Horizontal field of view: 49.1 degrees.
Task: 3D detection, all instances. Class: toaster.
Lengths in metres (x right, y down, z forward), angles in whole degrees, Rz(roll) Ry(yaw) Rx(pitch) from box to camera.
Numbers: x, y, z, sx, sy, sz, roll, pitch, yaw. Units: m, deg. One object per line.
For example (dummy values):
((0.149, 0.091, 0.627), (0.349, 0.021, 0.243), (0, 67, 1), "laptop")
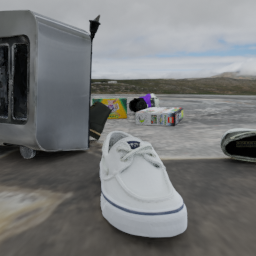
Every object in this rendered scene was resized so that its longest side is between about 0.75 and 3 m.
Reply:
((-2.082, -0.910, 5.601), (2.575, 2.848, 1.690), (5, 5, 26), "toaster")

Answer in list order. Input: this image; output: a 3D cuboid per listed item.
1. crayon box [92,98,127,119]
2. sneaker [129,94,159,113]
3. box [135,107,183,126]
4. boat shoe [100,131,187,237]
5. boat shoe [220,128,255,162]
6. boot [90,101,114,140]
((-0.757, -0.803, 11.535), (1.413, 0.839, 0.412), (-3, 9, -15), "crayon box")
((0.691, -1.191, 13.785), (1.349, 0.943, 2.713), (-1, 9, -4), "sneaker")
((1.278, -0.479, 10.662), (1.405, 0.443, 2.553), (3, 9, 17), "box")
((0.010, 0.473, 3.282), (0.817, 0.726, 2.221), (-3, 9, -17), "boat shoe")
((2.635, 0.311, 4.715), (2.046, 0.723, 0.651), (-5, 6, 18), "boat shoe")
((-1.092, -0.400, 6.883), (1.308, 0.904, 0.506), (30, -7, -9), "boot")
